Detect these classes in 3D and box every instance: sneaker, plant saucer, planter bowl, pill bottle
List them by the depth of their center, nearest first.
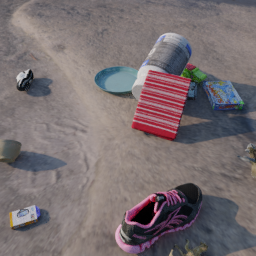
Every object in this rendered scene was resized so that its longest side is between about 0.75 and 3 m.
[{"bbox_3d":[0.958,2.127,7.426,2.841,1.355,1.122,-25,45,-28],"label":"sneaker"},{"bbox_3d":[-4.072,0.814,9.401,0.898,0.898,0.604,-3,68,-3],"label":"planter bowl"},{"bbox_3d":[1.442,-2.457,11.985,1.700,1.700,2.988,20,64,21],"label":"pill bottle"},{"bbox_3d":[-4.919,-2.162,13.085,0.647,0.596,1.617,-11,36,8],"label":"sneaker"},{"bbox_3d":[-0.425,-2.235,13.265,2.331,0.319,2.331,0,41,0],"label":"plant saucer"}]

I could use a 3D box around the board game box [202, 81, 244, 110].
[{"bbox_3d":[4.147,-1.466,12.358,1.256,0.320,1.856,-2,41,-3],"label":"board game box"}]

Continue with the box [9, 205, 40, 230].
[{"bbox_3d":[-2.892,2.496,7.894,0.810,0.168,0.482,-12,42,-17],"label":"box"}]

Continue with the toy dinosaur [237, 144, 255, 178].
[{"bbox_3d":[4.896,1.527,8.564,1.470,1.106,2.874,-35,57,-17],"label":"toy dinosaur"}]

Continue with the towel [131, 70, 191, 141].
[{"bbox_3d":[1.247,-0.875,10.519,1.743,0.271,2.410,16,85,12],"label":"towel"}]

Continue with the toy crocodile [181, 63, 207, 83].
[{"bbox_3d":[2.654,-2.973,13.727,0.902,0.825,2.671,-28,49,-29],"label":"toy crocodile"}]

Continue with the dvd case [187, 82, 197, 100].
[{"bbox_3d":[2.275,-1.781,12.830,1.715,0.189,1.252,9,42,10],"label":"dvd case"}]

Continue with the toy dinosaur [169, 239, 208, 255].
[{"bbox_3d":[1.402,3.305,6.683,0.912,0.525,1.804,20,44,20],"label":"toy dinosaur"}]
